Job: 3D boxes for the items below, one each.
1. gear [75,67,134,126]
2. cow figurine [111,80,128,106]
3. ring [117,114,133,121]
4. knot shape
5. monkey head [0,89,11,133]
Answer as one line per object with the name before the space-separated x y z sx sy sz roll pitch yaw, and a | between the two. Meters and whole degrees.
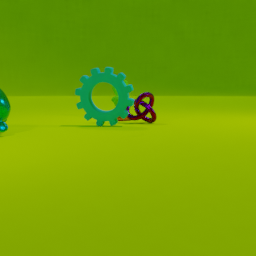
gear | -0.681 -0.907 8.181 1.686 1.686 0.312 1 13 9
cow figurine | -0.285 -1.374 11.423 0.570 1.021 1.038 -9 12 38
ring | -0.328 -0.411 10.294 1.092 0.218 1.092 0 7 0
knot shape | 0.482 -0.686 8.967 1.088 1.018 0.503 20 24 -2
monkey head | -3.265 -0.472 6.449 1.030 1.431 0.863 -27 3 -15
